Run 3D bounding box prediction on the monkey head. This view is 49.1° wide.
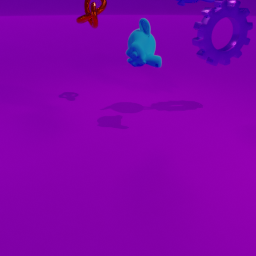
[{"bbox_3d":[0.493,-2.085,7.428,1.076,1.496,0.901,20,69,15],"label":"monkey head"}]

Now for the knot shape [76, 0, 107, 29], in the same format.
[{"bbox_3d":[-1.280,-3.874,9.465,0.577,1.248,1.168,23,-29,-38],"label":"knot shape"}]

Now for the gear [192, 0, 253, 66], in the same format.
[{"bbox_3d":[2.945,-2.933,8.722,1.927,1.927,0.356,-8,26,-16],"label":"gear"}]

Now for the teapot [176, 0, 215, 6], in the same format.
[{"bbox_3d":[1.482,-3.793,7.480,1.950,0.955,1.212,12,11,-11],"label":"teapot"}]
